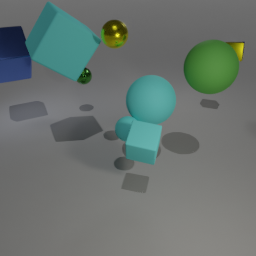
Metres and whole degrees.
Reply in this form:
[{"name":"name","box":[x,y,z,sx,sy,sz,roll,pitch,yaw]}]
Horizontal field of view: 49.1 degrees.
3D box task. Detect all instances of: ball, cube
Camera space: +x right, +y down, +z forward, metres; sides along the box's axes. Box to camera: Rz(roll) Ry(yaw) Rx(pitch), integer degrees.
[{"name":"ball","box":[-0.338,-2.363,7.072,0.700,0.700,0.700,0,29,0]},{"name":"ball","box":[2.174,-1.594,7.366,1.400,1.400,1.400,0,29,0]},{"name":"cube","box":[4.126,-2.982,10.899,0.700,0.700,0.700,8,20,23]},{"name":"ball","box":[-1.823,-2.128,11.423,0.700,0.700,0.700,0,29,0]},{"name":"ball","box":[-0.009,0.027,7.651,0.700,0.700,0.700,0,29,0]},{"name":"cube","box":[-1.868,-2.438,7.930,1.400,1.400,1.400,24,20,-38]},{"name":"ball","box":[0.639,-0.775,7.858,1.400,1.400,1.400,0,29,0]},{"name":"cube","box":[0.364,0.340,6.565,0.700,0.700,0.700,12,57,9]},{"name":"cube","box":[-4.401,-2.650,10.209,1.400,1.400,1.400,-15,71,-25]}]
